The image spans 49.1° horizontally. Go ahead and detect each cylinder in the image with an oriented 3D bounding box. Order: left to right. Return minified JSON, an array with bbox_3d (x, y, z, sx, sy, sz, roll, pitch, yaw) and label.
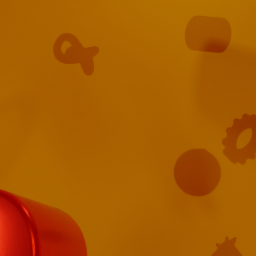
[{"bbox_3d":[-1.291,1.454,3.031,1.364,1.364,1.364,-4,66,10],"label":"cylinder"}]
